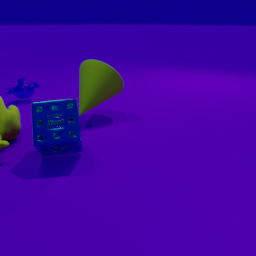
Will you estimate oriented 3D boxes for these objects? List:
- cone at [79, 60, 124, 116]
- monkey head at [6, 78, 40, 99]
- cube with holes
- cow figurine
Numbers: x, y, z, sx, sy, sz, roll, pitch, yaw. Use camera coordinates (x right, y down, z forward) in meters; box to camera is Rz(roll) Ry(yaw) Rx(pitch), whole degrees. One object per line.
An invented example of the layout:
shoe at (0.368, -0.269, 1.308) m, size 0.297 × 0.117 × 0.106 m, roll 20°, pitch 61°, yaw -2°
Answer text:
cone at (-0.983, -0.854, 7.468) m, size 1.345 × 1.345 × 1.350 m, roll 11°, pitch 59°, yaw 25°
monkey head at (-3.525, -1.363, 9.396) m, size 1.097 × 0.789 × 0.661 m, roll -16°, pitch -6°, yaw -16°
cube with holes at (-1.392, 0.015, 5.624) m, size 0.854 × 0.854 × 0.854 m, roll -7°, pitch -18°, yaw -8°
cow figurine at (-2.840, 0.068, 6.054) m, size 0.843 × 1.511 × 1.536 m, roll -21°, pitch -18°, yaw 5°
